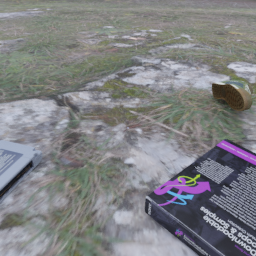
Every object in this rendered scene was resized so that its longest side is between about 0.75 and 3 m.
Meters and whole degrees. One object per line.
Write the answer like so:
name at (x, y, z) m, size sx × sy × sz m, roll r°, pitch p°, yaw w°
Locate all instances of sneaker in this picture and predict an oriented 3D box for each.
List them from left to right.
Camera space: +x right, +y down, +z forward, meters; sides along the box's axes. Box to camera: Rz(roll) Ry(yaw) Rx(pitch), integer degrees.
sneaker at (3.716, -1.208, 9.302) m, size 1.051 × 0.785 × 2.341 m, roll -11°, pitch 19°, yaw -4°

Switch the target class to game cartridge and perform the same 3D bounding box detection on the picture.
game cartridge at (-3.160, 1.053, 6.408) m, size 1.430 × 0.446 × 2.147 m, roll 7°, pitch 32°, yaw 18°

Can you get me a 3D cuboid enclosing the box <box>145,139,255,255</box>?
box at (2.108, 1.393, 5.670) m, size 2.999 × 0.541 × 2.144 m, roll -25°, pitch 41°, yaw -37°
